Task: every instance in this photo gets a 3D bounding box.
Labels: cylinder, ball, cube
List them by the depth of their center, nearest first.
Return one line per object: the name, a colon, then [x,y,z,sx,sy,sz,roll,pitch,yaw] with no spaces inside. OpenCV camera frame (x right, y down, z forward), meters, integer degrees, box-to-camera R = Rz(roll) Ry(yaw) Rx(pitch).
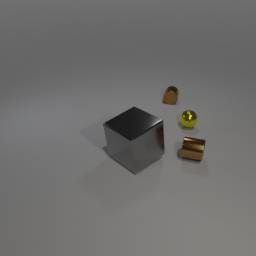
cube: [0.223,0.360,9.214,1.400,1.400,1.400,-31,41,-30]
cylinder: [2.179,0.677,9.333,0.700,0.700,0.700,10,31,16]
ball: [2.452,-0.375,11.244,0.700,0.700,0.700,0,29,0]
cylinder: [2.096,-1.591,13.589,0.700,0.700,0.700,7,30,13]
